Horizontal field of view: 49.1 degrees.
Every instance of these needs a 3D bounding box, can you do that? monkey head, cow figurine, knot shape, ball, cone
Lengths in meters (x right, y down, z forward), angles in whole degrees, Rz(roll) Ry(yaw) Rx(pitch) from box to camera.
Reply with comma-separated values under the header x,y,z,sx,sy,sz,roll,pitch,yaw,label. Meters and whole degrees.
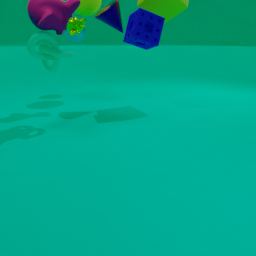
x,y,z,sx,sy,sz,roll,pitch,yaw,label
-1.939,-3.108,7.222,1.054,1.258,1.749,25,35,-45,monkey head
-2.062,-3.654,8.990,1.369,0.764,1.391,39,-4,24,cow figurine
-1.999,-1.997,7.498,1.109,1.185,0.548,7,63,9,knot shape
-1.633,-4.933,10.669,1.248,1.248,1.248,0,18,0,ball
-2.264,-4.123,11.974,0.898,0.898,0.898,0,18,0,ball
-0.440,-3.599,9.407,0.991,0.994,0.991,-30,29,18,cone

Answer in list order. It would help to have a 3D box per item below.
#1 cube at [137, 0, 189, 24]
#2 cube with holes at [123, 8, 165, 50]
x,y,z,sx,sy,sz,roll,pitch,yaw,label
1.239,-4.550,9.466,1.219,1.219,1.219,25,-23,-29,cube
0.493,-3.117,8.925,0.887,0.887,0.887,13,2,-22,cube with holes
